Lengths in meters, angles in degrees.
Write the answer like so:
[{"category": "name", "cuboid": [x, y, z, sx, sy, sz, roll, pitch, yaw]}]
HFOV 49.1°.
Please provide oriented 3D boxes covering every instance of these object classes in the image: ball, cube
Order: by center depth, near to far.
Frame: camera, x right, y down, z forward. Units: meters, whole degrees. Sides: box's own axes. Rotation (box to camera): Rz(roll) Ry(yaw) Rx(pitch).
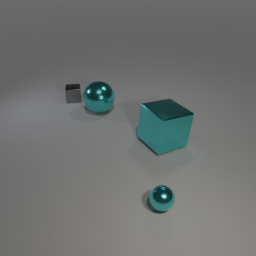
[{"category": "ball", "cuboid": [0.943, 1.924, 7.713, 0.700, 0.700, 0.700, 0, 33, 0]}, {"category": "cube", "cuboid": [1.336, -0.108, 10.311, 1.400, 1.400, 1.400, -12, 34, -30]}, {"category": "ball", "cuboid": [-1.281, -1.370, 12.386, 1.400, 1.400, 1.400, 0, 33, 0]}, {"category": "cube", "cuboid": [-2.636, -1.671, 13.526, 0.700, 0.700, 0.700, -4, 33, -7]}]
